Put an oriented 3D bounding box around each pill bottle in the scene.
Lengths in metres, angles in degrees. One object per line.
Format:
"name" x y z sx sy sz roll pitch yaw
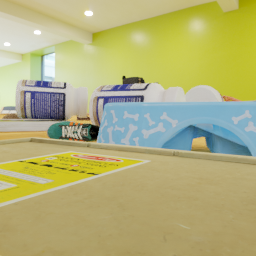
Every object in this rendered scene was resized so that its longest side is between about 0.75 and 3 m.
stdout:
"pill bottle" -2.034 -0.744 7.636 1.819 1.053 1.053 2 3 -12
"pill bottle" 2.959 -0.904 10.934 1.461 1.461 2.559 1 4 21
"pill bottle" 0.216 -0.397 5.952 1.881 1.089 1.089 2 4 26

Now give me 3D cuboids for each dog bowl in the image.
"dog bowl" 0.849 0.010 3.317 2.530 0.627 1.410 1 3 10

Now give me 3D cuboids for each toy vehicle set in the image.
"toy vehicle set" -0.359 0.296 1.336 2.186 0.290 1.358 3 5 36

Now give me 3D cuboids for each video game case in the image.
"video game case" -2.825 -0.089 7.726 2.343 0.268 2.133 0 4 -23

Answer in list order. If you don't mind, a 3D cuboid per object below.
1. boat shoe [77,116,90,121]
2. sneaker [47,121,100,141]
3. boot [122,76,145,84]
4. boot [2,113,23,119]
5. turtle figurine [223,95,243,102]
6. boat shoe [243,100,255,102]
"boat shoe" -2.161 -0.516 14.117 0.846 0.297 0.298 0 2 -19
"sneaker" -0.836 0.052 4.710 0.987 0.352 0.394 -1 -1 -31
"boot" 0.851 -1.246 11.704 2.966 2.052 1.149 3 5 31
"boot" -3.709 -0.227 9.827 1.184 0.428 0.985 -3 -8 -13
"turtle figurine" 2.588 -0.397 8.348 2.491 0.802 2.009 -2 -6 43
"boat shoe" 5.187 -0.648 10.570 2.818 1.067 1.012 4 4 30
